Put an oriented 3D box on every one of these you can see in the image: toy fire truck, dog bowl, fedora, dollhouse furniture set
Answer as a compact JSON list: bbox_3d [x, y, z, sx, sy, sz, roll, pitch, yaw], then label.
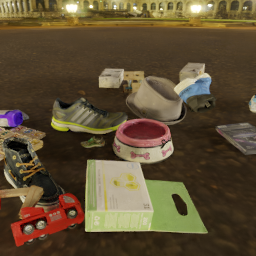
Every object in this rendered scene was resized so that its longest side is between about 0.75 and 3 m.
[{"bbox_3d":[-2.053,1.690,5.947,1.942,0.473,1.370,-14,46,-26],"label":"toy fire truck"},{"bbox_3d":[0.486,0.338,8.990,1.987,0.733,1.987,0,26,0],"label":"dog bowl"},{"bbox_3d":[1.207,-1.263,11.216,2.276,1.162,2.574,-19,48,-30],"label":"fedora"},{"bbox_3d":[0.279,-1.915,13.842,1.042,1.048,1.487,-1,55,-1],"label":"dollhouse furniture set"}]

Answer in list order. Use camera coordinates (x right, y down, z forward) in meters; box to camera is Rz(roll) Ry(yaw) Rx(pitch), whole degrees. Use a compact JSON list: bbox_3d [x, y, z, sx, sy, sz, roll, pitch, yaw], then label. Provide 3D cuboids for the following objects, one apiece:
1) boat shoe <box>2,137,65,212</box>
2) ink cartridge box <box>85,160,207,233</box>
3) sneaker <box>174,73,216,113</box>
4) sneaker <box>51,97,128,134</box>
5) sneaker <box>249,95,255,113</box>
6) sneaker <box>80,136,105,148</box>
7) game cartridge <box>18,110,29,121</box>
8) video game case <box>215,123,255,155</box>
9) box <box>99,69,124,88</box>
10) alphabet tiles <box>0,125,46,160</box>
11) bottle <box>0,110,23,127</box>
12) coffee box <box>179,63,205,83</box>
[{"bbox_3d":[-2.435,1.086,6.921,2.473,1.122,0.875,22,33,39],"label":"boat shoe"},{"bbox_3d":[0.335,1.489,6.332,2.561,0.614,1.863,3,25,-9],"label":"ink cartridge box"},{"bbox_3d":[2.729,-1.232,10.388,1.334,0.920,2.397,55,35,9],"label":"sneaker"},{"bbox_3d":[-1.451,-0.499,10.248,2.882,1.166,1.065,1,25,2],"label":"sneaker"},{"bbox_3d":[5.888,-1.266,12.456,0.708,0.714,1.971,14,27,29],"label":"sneaker"},{"bbox_3d":[-1.163,0.422,9.243,0.812,0.360,0.312,-4,25,-9],"label":"sneaker"},{"bbox_3d":[-4.571,-0.480,11.380,0.691,0.216,1.038,-26,36,-36],"label":"game cartridge"},{"bbox_3d":[4.110,0.315,9.698,1.376,0.183,1.927,-6,27,-12],"label":"video game case"},{"bbox_3d":[-0.914,-2.869,15.986,1.148,0.592,1.969,3,26,5],"label":"box"},{"bbox_3d":[-4.061,0.466,9.373,2.381,0.174,2.329,14,28,28],"label":"alphabet tiles"},{"bbox_3d":[-4.947,-0.371,10.581,1.817,0.593,0.759,1,13,11],"label":"bottle"},{"bbox_3d":[3.271,-2.452,14.263,0.921,1.321,2.311,8,25,19],"label":"coffee box"}]
